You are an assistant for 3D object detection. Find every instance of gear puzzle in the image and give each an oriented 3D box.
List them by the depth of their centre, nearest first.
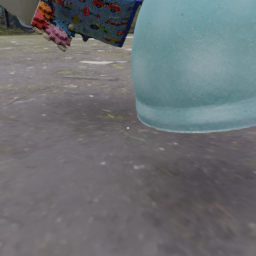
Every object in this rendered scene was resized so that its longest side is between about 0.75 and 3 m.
[{"bbox_3d":[-2.402,-2.977,6.614,2.709,0.355,1.403,34,32,-21],"label":"gear puzzle"}]

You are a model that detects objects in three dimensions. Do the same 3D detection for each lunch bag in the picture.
[{"bbox_3d":[-0.967,-3.249,7.609,2.239,1.399,2.973,16,-21,-9],"label":"lunch bag"}]

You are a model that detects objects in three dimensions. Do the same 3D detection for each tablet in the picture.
[{"bbox_3d":[-1.775,-1.866,2.952,1.830,0.125,1.191,35,-15,-22],"label":"tablet"}]

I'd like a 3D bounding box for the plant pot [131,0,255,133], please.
[{"bbox_3d":[1.128,-1.248,3.478,2.526,1.693,2.526,-14,20,5],"label":"plant pot"}]
